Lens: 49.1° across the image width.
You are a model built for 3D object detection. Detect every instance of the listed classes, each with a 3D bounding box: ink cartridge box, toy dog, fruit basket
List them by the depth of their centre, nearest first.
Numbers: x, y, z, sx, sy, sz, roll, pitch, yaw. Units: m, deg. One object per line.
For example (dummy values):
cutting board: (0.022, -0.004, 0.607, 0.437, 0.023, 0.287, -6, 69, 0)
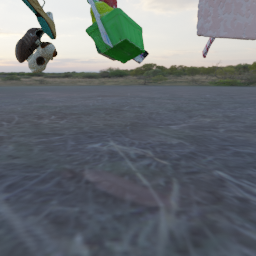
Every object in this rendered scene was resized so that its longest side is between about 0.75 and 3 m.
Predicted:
fruit basket: (-0.646, -3.435, 8.698, 1.310, 2.794, 2.588, -33, -13, 21)
toy dog: (-2.850, -2.422, 9.283, 1.118, 0.780, 1.084, -36, 24, 27)
ink cartridge box: (0.258, -2.691, 10.007, 1.063, 0.503, 0.197, 44, 1, 43)

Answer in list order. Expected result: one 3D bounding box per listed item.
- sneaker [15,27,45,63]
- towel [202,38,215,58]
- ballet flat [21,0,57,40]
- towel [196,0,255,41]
sneaker: (-2.842, -2.486, 8.192, 0.521, 1.380, 0.486, -2, -33, 19)
towel: (2.353, -2.435, 8.026, 0.119, 0.795, 0.582, 24, 33, -1)
ballet flat: (-1.856, -2.515, 6.062, 0.436, 1.271, 0.401, 26, 69, 42)
towel: (2.117, -2.864, 5.510, 0.348, 2.156, 2.059, -9, 22, -21)
